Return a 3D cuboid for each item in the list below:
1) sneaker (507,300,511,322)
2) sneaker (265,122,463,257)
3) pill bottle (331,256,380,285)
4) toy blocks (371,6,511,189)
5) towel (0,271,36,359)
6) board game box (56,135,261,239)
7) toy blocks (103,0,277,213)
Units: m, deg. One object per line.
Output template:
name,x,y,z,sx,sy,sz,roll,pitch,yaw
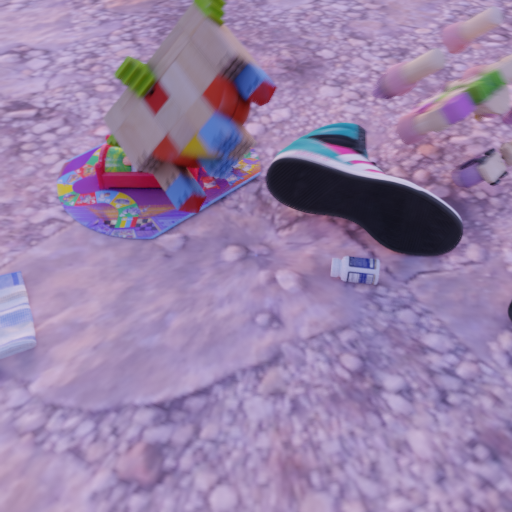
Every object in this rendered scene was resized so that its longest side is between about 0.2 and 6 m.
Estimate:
sneaker,4.308,1.022,7.375,0.784,0.730,1.817,-19,48,-20
sneaker,1.843,-1.205,9.322,3.181,1.330,1.921,22,38,0
pill bottle,1.487,0.208,8.440,0.696,0.387,0.387,7,44,6
toy blocks,3.618,-2.753,10.649,2.457,2.629,2.213,-39,12,-27
towel,-3.787,0.873,7.903,1.150,0.186,1.565,-17,46,-17
board game box,-1.844,-1.870,10.300,3.773,0.735,2.981,-34,54,-29
toy blocks,-0.960,-2.223,8.899,2.216,3.241,1.620,54,23,20
